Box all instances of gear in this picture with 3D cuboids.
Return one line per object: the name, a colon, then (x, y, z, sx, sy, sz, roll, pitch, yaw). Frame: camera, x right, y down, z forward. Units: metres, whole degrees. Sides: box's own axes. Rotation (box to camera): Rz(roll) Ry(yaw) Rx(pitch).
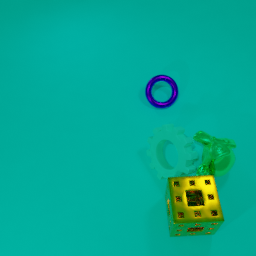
gear: (1.149, 0.704, 7.618, 0.296, 1.599, 1.599, -9, 55, -38)

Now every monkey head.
monkey head: (2.355, 0.720, 7.852, 1.270, 1.064, 1.765, 32, 45, 27)

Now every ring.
ring: (1.121, -1.208, 9.285, 1.129, 0.226, 1.129, 0, 93, -5)

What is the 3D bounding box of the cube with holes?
cube with holes: (1.593, 1.976, 7.043, 1.141, 1.141, 1.141, -3, 54, 1)
